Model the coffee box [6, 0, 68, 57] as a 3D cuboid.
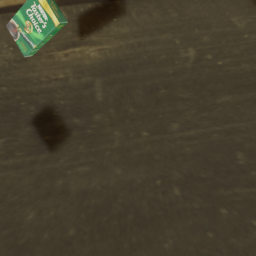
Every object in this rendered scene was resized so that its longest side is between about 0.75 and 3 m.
[{"bbox_3d":[-2.243,-2.519,6.776,0.943,1.534,0.337,61,35,-6],"label":"coffee box"}]
